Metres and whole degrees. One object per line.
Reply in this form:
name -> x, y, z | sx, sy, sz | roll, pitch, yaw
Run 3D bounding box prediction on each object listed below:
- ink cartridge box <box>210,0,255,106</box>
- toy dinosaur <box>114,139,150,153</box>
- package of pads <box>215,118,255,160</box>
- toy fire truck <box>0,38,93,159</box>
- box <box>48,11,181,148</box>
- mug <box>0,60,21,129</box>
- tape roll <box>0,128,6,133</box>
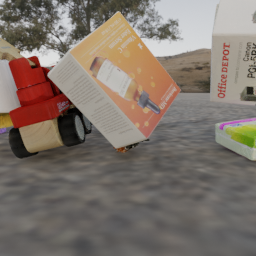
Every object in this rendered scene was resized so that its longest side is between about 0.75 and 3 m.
ink cartridge box -> 2.518, -1.144, 4.557 | 2.233, 0.926, 1.639 | 7, -32, 21
toy dinosaur -> -0.006, 0.235, 4.636 | 0.601, 0.453, 0.886 | -42, 8, 16
package of pads -> 2.251, 0.156, 4.813 | 1.006, 0.444, 1.302 | -6, 12, -7
toy fire truck -> -1.535, -0.771, 4.584 | 1.372, 2.133, 1.877 | -14, 14, 7
box -> -0.149, -0.630, 3.913 | 0.763, 1.435, 1.093 | -21, 26, 53
mug -> -2.643, -0.671, 4.965 | 1.615, 1.326, 1.293 | -19, -8, 37
tape roll -> -3.662, -0.085, 6.795 | 1.275, 0.418, 1.275 | 0, 9, 0
